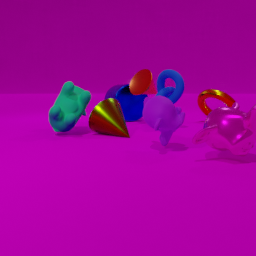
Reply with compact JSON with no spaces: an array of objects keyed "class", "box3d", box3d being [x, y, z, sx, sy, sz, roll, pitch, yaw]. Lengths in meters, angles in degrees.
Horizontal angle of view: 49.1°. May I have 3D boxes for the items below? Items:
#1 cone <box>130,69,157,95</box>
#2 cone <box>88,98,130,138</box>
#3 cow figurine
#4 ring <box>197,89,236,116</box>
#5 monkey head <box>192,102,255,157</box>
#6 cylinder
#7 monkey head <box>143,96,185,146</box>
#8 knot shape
[{"class":"cone","box3d":[0.704,-1.337,9.380,0.933,0.933,0.936,8,-15,46]},{"class":"cone","box3d":[-0.276,-0.046,6.970,1.029,1.029,1.033,-7,37,-43]},{"class":"cow figurine","box3d":[-1.571,-0.513,7.531,0.935,1.703,1.676,29,-31,-8]},{"class":"ring","box3d":[3.050,-0.741,9.557,1.483,1.483,0.297,9,54,50]},{"class":"monkey head","box3d":[1.682,-0.095,4.487,0.853,1.019,1.416,33,46,29]},{"class":"cylinder","box3d":[-0.083,-0.976,10.548,1.343,1.343,1.343,-3,8,-21]},{"class":"monkey head","box3d":[0.599,-0.138,5.325,0.750,0.896,1.245,15,23,-14]},{"class":"knot shape","box3d":[1.099,-0.783,8.419,0.767,1.554,1.661,16,-34,-2]}]
